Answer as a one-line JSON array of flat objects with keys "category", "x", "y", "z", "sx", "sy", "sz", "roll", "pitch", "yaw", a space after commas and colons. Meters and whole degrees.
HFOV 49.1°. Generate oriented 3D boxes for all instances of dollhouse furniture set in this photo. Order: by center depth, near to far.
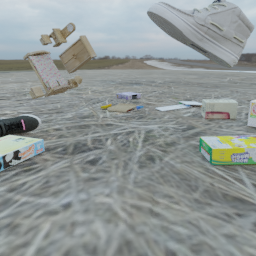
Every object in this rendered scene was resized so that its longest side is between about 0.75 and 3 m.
[{"category": "dollhouse furniture set", "x": -2.367, "y": -2.389, "z": 9.107, "sx": 1.278, "sy": 2.232, "sz": 2.617, "roll": -28, "pitch": 3, "yaw": 31}]

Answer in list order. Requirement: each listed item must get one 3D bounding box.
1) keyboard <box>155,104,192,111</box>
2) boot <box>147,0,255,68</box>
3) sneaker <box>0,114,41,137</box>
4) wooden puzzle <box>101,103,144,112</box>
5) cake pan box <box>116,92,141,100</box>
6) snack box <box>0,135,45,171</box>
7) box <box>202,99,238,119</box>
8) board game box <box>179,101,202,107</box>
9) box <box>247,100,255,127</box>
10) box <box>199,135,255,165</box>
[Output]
[{"category": "keyboard", "x": 2.114, "y": -0.939, "z": 12.867, "sx": 1.859, "sy": 0.099, "sz": 0.523, "roll": -10, "pitch": 18, "yaw": -33}, {"category": "boot", "x": 1.822, "y": -2.624, "z": 6.805, "sx": 2.665, "sy": 1.274, "sz": 0.980, "roll": 25, "pitch": 8, "yaw": -21}, {"category": "sneaker", "x": -3.527, "y": -0.006, "z": 8.411, "sx": 1.703, "sy": 0.602, "sz": 0.845, "roll": -4, "pitch": 16, "yaw": 5}, {"category": "wooden puzzle", "x": -0.271, "y": -0.887, "z": 12.537, "sx": 1.708, "sy": 0.200, "sz": 1.152, "roll": 9, "pitch": 22, "yaw": 33}, {"category": "cake pan box", "x": 0.034, "y": -1.845, "z": 15.996, "sx": 1.013, "sy": 0.288, "sz": 1.100, "roll": -17, "pitch": 22, "yaw": -42}, {"category": "snack box", "x": -2.988, "y": 0.602, "z": 6.406, "sx": 1.122, "sy": 0.358, "sz": 1.931, "roll": 6, "pitch": 16, "yaw": 22}, {"category": "box", "x": 3.573, "y": -0.750, "z": 11.000, "sx": 1.215, "sy": 0.662, "sz": 0.777, "roll": 1, "pitch": 15, "yaw": 4}, {"category": "board game box", "x": 3.064, "y": -1.157, "z": 13.522, "sx": 0.954, "sy": 0.123, "sz": 0.954, "roll": 0, "pitch": 13, "yaw": -15}, {"category": "box", "x": 5.023, "y": -0.421, "z": 9.294, "sx": 1.730, "sy": 0.877, "sz": 0.973, "roll": 14, "pitch": 19, "yaw": 43}, {"category": "box", "x": 2.738, "y": 0.500, "z": 6.696, "sx": 1.819, "sy": 0.440, "sz": 1.067, "roll": -3, "pitch": 14, "yaw": -1}]
